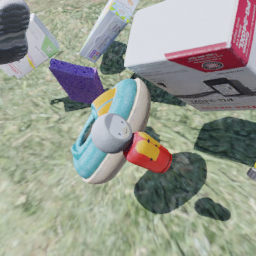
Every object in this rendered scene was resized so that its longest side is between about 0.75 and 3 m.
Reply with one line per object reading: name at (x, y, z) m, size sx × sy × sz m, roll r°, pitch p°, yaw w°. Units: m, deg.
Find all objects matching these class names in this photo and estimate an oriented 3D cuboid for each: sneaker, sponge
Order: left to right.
sneaker at (-2.211, -1.794, 4.886) m, size 0.810 × 2.167 × 0.889 m, roll -21°, pitch 84°, yaw -36°
sponge at (-1.055, -0.969, 6.409) m, size 0.988 × 1.771 × 0.264 m, roll 13°, pitch 76°, yaw 8°

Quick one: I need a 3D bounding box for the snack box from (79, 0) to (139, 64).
snack box at (-0.411, -2.739, 7.065) m, size 0.565 × 2.133 × 1.517 m, roll 29°, pitch 66°, yaw -18°

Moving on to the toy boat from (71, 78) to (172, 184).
toy boat at (-0.238, 0.039, 4.344) m, size 1.087 × 2.338 × 1.966 m, roll 29°, pitch 89°, yaw -21°

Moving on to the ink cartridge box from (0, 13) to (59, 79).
ink cartridge box at (-2.694, -1.932, 7.042) m, size 1.688 × 0.989 × 0.568 m, roll -31°, pitch 40°, yaw 12°

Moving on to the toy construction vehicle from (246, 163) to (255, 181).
toy construction vehicle at (3.389, 0.379, 3.967) m, size 2.509 × 2.185 × 0.884 m, roll 22°, pitch 16°, yaw -13°

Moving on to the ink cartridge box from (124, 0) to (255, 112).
ink cartridge box at (1.592, -1.190, 5.100) m, size 1.947 × 2.681 × 1.118 m, roll 1°, pitch 76°, yaw 45°
